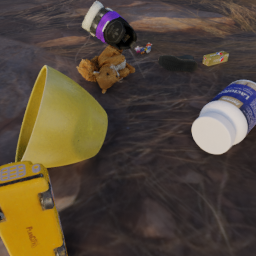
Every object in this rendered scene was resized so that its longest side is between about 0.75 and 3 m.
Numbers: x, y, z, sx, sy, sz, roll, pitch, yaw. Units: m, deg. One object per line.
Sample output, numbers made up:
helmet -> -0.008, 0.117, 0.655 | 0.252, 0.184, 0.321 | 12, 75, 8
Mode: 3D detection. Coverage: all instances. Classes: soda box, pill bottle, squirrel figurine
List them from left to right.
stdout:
squirrel figurine -> -1.006, -2.367, 11.818 | 2.166, 1.533, 2.021 | -1, 45, 22
soda box -> 4.300, -3.414, 13.740 | 1.275, 0.408, 0.432 | -19, 40, -22
pill bottle -> 3.204, -0.370, 8.828 | 1.523, 1.523, 2.631 | 27, 45, 31

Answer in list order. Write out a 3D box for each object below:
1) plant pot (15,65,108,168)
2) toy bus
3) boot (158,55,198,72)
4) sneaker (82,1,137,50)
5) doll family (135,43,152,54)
plant pot -> -1.765, -0.082, 7.879 | 1.984, 2.795, 2.795 | 17, 30, -26
toy bus -> -1.709, 1.673, 5.045 | 0.924, 2.840, 1.112 | -12, 39, -15
boot -> 2.338, -3.211, 13.365 | 1.824, 0.707, 1.262 | 14, 33, -3
sneaker -> -0.394, -2.986, 8.762 | 1.450, 1.013, 2.915 | 33, 19, -3
doll family -> 0.851, -4.161, 14.815 | 0.965, 0.435, 0.599 | -13, 43, 11
